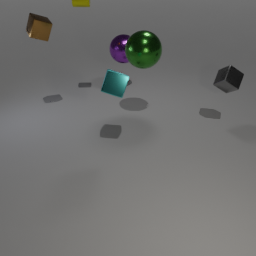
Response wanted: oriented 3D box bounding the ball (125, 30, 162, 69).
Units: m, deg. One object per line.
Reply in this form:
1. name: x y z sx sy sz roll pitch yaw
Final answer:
1. ball: 0.585 -2.947 10.573 1.400 1.400 1.400 0 29 0

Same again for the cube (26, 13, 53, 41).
1. cube: -3.311 -3.745 10.413 0.700 0.700 0.700 2 36 -36

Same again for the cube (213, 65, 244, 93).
1. cube: 3.797 -1.833 10.591 0.700 0.700 0.700 28 -14 -16

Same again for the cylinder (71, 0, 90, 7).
1. cylinder: -1.892 -5.251 11.284 0.700 0.700 0.700 -1 29 -3

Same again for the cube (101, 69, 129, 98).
1. cube: -0.409 -1.396 8.723 0.700 0.700 0.700 17 12 -8

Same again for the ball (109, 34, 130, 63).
1. ball: -0.226 -3.937 13.960 1.400 1.400 1.400 0 29 0
